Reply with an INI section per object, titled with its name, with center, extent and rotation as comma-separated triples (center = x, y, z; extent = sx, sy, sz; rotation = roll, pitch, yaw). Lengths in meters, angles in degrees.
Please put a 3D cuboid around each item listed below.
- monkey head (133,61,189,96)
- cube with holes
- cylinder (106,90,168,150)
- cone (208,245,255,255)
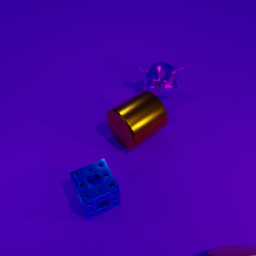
[monkey head]
center = 1.085, -1.715, 9.315
extent = 1.899, 1.366, 1.145
rotation = 1, 83, 8
[cube with holes]
center = -0.804, 1.533, 6.987
extent = 0.927, 0.927, 0.927
rotation = -21, 52, -17
[cylinder]
center = 0.260, -0.247, 8.269
extent = 1.330, 1.330, 1.330
rotation = -33, 56, -25
[cone]
center = 2.365, 3.174, 5.799
extent = 1.185, 1.185, 1.189
rotation = -5, 75, -4
